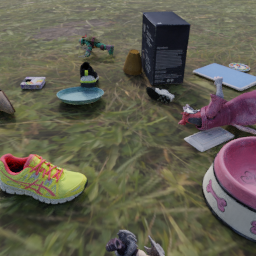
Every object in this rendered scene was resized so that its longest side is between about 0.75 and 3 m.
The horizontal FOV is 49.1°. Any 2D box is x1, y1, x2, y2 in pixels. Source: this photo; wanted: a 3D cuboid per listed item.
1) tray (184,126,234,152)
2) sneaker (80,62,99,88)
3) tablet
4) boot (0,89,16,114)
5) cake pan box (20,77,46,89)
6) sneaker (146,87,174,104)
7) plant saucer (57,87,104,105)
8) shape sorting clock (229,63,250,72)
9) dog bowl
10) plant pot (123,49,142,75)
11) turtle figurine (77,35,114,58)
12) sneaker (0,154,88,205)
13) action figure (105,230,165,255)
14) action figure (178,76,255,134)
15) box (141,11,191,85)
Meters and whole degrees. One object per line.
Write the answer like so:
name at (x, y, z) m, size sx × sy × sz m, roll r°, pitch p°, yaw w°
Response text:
tray at (2.423, 0.243, 8.300) m, size 1.393 × 0.155 × 0.748 m, roll -20°, pitch 37°, yaw -27°
sneaker at (-1.565, -2.266, 11.330) m, size 0.748 × 0.864 × 2.086 m, roll -4°, pitch 23°, yaw -7°
tablet at (4.228, -2.240, 12.079) m, size 1.605 × 0.168 × 2.467 m, roll -23°, pitch 39°, yaw -31°
boot at (-4.871, -0.767, 9.463) m, size 1.525 × 0.732 × 2.085 m, roll -28°, pitch 42°, yaw -26°
cake pan box at (-3.866, -1.838, 11.424) m, size 0.853 × 0.223 × 0.786 m, roll 1°, pitch 31°, yaw 2°
sneaker at (1.199, -1.259, 10.393) m, size 1.119 × 0.415 × 0.495 m, roll 30°, pitch 43°, yaw 24°
plant saucer at (-1.727, -1.181, 10.228) m, size 1.693 × 0.232 × 1.693 m, roll 0°, pitch 25°, yaw 0°
shape sorting clock at (5.161, -2.832, 12.970) m, size 0.939 × 0.184 × 0.939 m, roll 0°, pitch 33°, yaw 0°
dog bowl at (3.034, 1.180, 6.115) m, size 2.649 × 0.977 × 2.649 m, roll 0°, pitch 34°, yaw 0°
plant pot at (0.243, -2.959, 12.366) m, size 0.867 × 0.931 × 0.867 m, roll 3°, pitch 41°, yaw -3°
turtle figurine at (-1.793, -4.154, 14.335) m, size 2.041 × 1.027 × 1.528 m, roll 10°, pitch 34°, yaw 5°
sneaker at (-1.968, 1.061, 6.311) m, size 2.130 × 0.962 × 0.832 m, roll 5°, pitch 32°, yaw 4°
action figure at (-0.166, 2.528, 4.074) m, size 2.940 × 1.020 × 1.913 m, roll -9°, pitch 27°, yaw -19°
action figure at (2.806, -0.323, 8.466) m, size 2.726 × 1.826 × 2.030 m, roll -14°, pitch 70°, yaw -12°
box at (1.458, -3.398, 11.781) m, size 1.428 × 2.432 × 2.391 m, roll -5°, pitch 34°, yaw -7°
